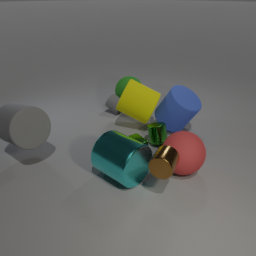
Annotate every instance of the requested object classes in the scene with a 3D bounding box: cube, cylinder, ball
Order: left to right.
[{"bbox_3d":[-3.530,-0.090,9.322,1.400,1.400,1.400,12,29,44],"label":"cylinder"},{"bbox_3d":[-0.590,-1.129,13.122,0.700,0.700,0.700,38,39,10],"label":"cylinder"},{"bbox_3d":[-0.192,0.940,8.741,1.400,1.400,1.400,23,36,36],"label":"cylinder"},{"bbox_3d":[0.064,-1.852,13.845,1.400,1.400,1.400,0,28,0],"label":"ball"},{"bbox_3d":[0.236,0.706,9.916,0.700,0.700,0.700,-19,35,-31],"label":"cube"},{"bbox_3d":[0.423,-1.089,11.570,1.400,1.400,1.400,27,31,-1],"label":"cylinder"},{"bbox_3d":[1.126,0.193,10.663,0.700,0.700,0.700,-9,16,3],"label":"cylinder"},{"bbox_3d":[1.001,0.940,7.741,0.700,0.700,0.700,12,31,22],"label":"cylinder"},{"bbox_3d":[2.003,-0.769,11.354,1.400,1.400,1.400,18,45,-18],"label":"cylinder"},{"bbox_3d":[1.763,0.794,8.932,1.400,1.400,1.400,0,28,0],"label":"ball"}]
